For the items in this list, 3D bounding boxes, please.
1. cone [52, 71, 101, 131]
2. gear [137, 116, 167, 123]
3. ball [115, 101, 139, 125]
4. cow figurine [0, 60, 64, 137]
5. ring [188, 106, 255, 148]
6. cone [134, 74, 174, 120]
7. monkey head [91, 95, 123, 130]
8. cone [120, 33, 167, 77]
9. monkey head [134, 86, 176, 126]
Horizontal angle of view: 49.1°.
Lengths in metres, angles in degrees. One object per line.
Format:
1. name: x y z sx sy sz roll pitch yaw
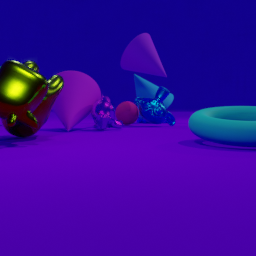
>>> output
1. cone: -1.317 -0.374 6.457 1.377 1.377 1.382 0 40 -5
2. gear: 1.029 -0.333 10.672 1.379 0.255 1.379 0 4 0
3. ball: -0.026 -0.450 8.541 0.719 0.719 0.719 0 4 0
4. cow figurine: -1.614 -0.333 4.245 0.928 1.691 1.664 28 40 -8
5. ring: 1.629 -0.060 3.876 1.550 0.310 1.550 -2 12 0
6. cone: 0.611 -1.303 9.811 1.445 1.451 1.445 -31 24 15
7. monkey head: -0.469 -0.309 6.582 0.804 0.673 1.117 8 31 -8
8. cone: 0.649 -1.817 7.965 1.234 1.230 1.230 43 20 17
9. monkey head: 0.826 -0.646 8.128 1.429 1.028 0.861 32 -2 12
